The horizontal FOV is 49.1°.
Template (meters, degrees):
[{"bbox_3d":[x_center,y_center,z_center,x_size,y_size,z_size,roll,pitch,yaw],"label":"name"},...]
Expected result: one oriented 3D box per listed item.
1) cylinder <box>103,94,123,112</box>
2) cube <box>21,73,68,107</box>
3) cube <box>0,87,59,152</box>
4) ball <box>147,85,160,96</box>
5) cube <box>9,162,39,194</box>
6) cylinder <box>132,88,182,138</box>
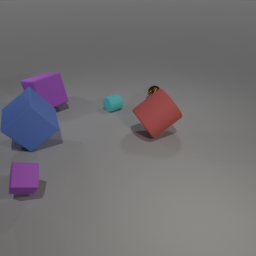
[{"bbox_3d":[-0.701,-1.181,13.214,0.700,0.700,0.700,-20,34,-32],"label":"cylinder"},{"bbox_3d":[-3.865,-1.703,13.008,1.400,1.400,1.400,-28,26,-34],"label":"cube"},{"bbox_3d":[-3.531,-0.309,10.111,1.400,1.400,1.400,-37,40,8],"label":"cube"},{"bbox_3d":[1.349,-1.826,14.348,0.700,0.700,0.700,0,28,0],"label":"ball"},{"bbox_3d":[-2.865,1.391,7.707,0.700,0.700,0.700,5,62,-24],"label":"cube"},{"bbox_3d":[1.126,-0.564,10.791,1.400,1.400,1.400,-38,32,4],"label":"cylinder"}]
